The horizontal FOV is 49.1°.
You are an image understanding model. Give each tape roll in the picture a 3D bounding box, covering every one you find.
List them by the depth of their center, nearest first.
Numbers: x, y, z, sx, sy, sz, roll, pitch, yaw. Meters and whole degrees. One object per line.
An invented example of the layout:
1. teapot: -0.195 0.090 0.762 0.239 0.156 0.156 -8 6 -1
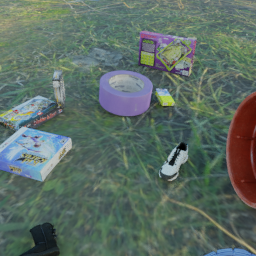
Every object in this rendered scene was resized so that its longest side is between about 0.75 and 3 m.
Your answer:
1. tape roll: -0.101 -1.441 11.280 2.097 0.891 2.097 5 39 -4

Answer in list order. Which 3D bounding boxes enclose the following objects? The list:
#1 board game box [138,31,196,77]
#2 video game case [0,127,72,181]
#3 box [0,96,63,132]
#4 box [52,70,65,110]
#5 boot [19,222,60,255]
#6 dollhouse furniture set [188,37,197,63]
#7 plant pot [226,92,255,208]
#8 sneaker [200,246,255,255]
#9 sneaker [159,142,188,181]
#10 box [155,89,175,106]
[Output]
1. board game box: 1.898 -3.800 14.219 2.945 1.768 0.476 21 39 27
2. video game case: -3.008 0.733 8.731 1.893 0.430 1.715 11 37 16
3. box: -3.657 -0.536 10.641 1.344 0.371 1.967 21 39 27
4. box: -2.578 -1.445 10.510 0.291 1.205 0.954 -4 34 -7
5. boot: -2.003 2.530 6.149 0.977 0.361 0.800 -8 37 -25
6. dollhouse furniture set: 3.266 -4.274 15.418 0.832 1.187 0.837 7 35 10
7. plant pot: 4.486 0.626 7.076 2.803 2.882 2.882 5 34 -8
8. sneaker: 2.229 2.867 5.136 2.730 1.028 1.071 -4 39 -3
9. sneaker: 1.355 0.951 8.274 0.555 0.602 1.505 19 40 23
10. box: 1.507 -1.280 11.602 0.554 0.217 0.909 -1 43 -22
